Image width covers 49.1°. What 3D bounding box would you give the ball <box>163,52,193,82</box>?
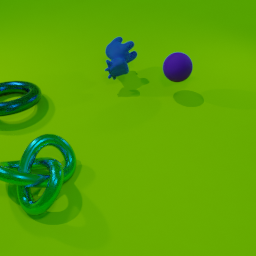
[{"bbox_3d":[1.365,-1.667,7.707,0.813,0.813,0.813,0,42,0],"label":"ball"}]

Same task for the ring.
[{"bbox_3d":[-3.288,-0.837,7.638,1.816,0.363,1.816,-1,31,1],"label":"ring"}]

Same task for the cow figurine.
[{"bbox_3d":[-0.342,-2.073,8.316,1.286,0.717,1.307,-40,49,-15],"label":"cow figurine"}]

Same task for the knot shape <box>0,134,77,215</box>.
[{"bbox_3d":[-1.758,0.806,5.716,1.698,0.784,1.589,26,48,26],"label":"knot shape"}]
